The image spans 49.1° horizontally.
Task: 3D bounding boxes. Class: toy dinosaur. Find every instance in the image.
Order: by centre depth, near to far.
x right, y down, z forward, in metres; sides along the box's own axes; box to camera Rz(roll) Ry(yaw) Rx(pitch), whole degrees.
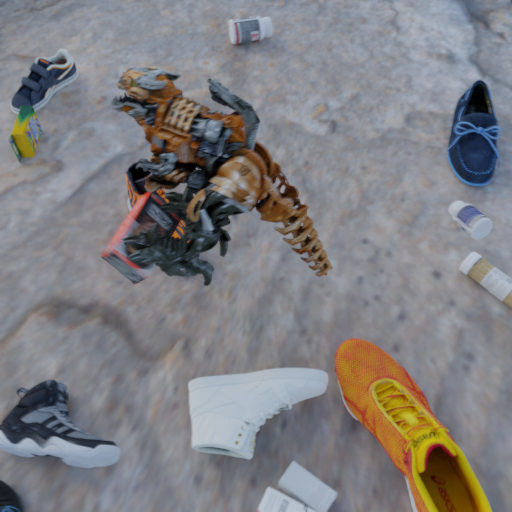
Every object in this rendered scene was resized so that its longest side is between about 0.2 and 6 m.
[{"bbox_3d":[-0.540,-0.896,7.602,3.589,2.436,1.833,50,35,11],"label":"toy dinosaur"}]

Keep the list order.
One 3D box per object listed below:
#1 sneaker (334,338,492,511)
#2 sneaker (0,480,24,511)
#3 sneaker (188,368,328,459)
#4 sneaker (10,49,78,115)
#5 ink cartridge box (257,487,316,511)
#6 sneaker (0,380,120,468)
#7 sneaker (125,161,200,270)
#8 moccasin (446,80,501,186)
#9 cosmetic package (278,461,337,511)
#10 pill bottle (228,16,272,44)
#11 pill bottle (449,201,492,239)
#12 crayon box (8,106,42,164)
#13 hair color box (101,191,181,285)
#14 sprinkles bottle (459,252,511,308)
[{"bbox_3d":[2.269,2.470,8.077,1.218,1.288,3.338,-24,56,-15],"label":"sneaker"},{"bbox_3d":[-3.460,3.618,7.583,0.639,0.715,1.746,-39,63,-24],"label":"sneaker"},{"bbox_3d":[0.067,2.424,8.456,2.180,0.803,1.260,-9,56,5],"label":"sneaker"},{"bbox_3d":[-5.054,-4.130,13.127,0.765,0.774,1.950,27,60,16],"label":"sneaker"},{"bbox_3d":[0.449,3.757,7.664,0.979,0.413,0.709,22,57,15],"label":"ink cartridge box"},{"bbox_3d":[-2.886,2.472,8.381,1.938,0.731,1.103,6,57,7],"label":"sneaker"},{"bbox_3d":[-1.868,-0.839,10.406,0.911,1.316,2.348,-30,60,-20],"label":"sneaker"},{"bbox_3d":[4.607,-2.713,11.991,1.093,0.926,2.716,4,54,3],"label":"moccasin"},{"bbox_3d":[0.733,3.360,8.040,0.766,0.284,0.390,31,60,23],"label":"cosmetic package"},{"bbox_3d":[-0.150,-5.831,14.436,1.043,0.604,0.604,-11,55,-9],"label":"pill bottle"},{"bbox_3d":[3.132,-0.550,8.248,0.350,0.350,0.630,-16,40,-11],"label":"pill bottle"},{"bbox_3d":[-4.958,-2.611,12.074,0.279,0.680,1.082,0,55,0],"label":"crayon box"},{"bbox_3d":[-1.709,-0.307,8.538,0.689,0.416,1.357,43,45,-24],"label":"hair color box"},{"bbox_3d":[4.277,0.462,10.021,0.427,0.427,1.251,-36,62,-23],"label":"sprinkles bottle"}]
